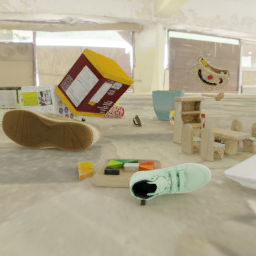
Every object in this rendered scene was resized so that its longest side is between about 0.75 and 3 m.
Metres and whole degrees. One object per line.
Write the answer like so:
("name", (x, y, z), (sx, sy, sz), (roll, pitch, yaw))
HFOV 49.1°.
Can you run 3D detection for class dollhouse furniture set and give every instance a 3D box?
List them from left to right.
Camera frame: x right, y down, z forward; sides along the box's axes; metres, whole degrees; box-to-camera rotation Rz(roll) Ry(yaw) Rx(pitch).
("dollhouse furniture set", (2.295, -0.111, 7.777), (1.981, 1.403, 2.157), (-6, 11, -29))

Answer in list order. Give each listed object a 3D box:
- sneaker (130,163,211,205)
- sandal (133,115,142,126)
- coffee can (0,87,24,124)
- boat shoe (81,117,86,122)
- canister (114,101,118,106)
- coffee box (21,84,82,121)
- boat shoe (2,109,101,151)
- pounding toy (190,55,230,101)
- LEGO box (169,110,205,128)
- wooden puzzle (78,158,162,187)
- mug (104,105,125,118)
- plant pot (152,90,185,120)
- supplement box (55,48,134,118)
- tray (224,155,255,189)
("sneaker", (0.671, 0.893, 4.397), (1.337, 0.492, 0.789), (-9, 3, 8))
("sandal", (0.381, -0.273, 12.195), (0.304, 0.455, 1.115), (-22, 17, 1))
("coffee can", (-5.300, -1.065, 12.872), (1.198, 1.637, 1.198), (0, 9, 0))
("boat shoe", (-2.228, -0.317, 12.696), (0.795, 0.247, 0.296), (-12, 3, 31))
("canister", (-1.197, -1.695, 16.241), (1.342, 1.808, 0.782), (-2, 9, -8))
("coffee box", (-3.211, -0.975, 11.905), (1.712, 1.693, 1.710), (1, 10, 27))
("boat shoe", (-2.232, 0.097, 8.085), (2.919, 1.040, 0.942), (12, 7, 15))
("pounding toy", (2.955, -1.697, 9.817), (0.969, 1.694, 0.972), (-36, 18, 45))
("LEGO box", (2.511, -0.404, 12.068), (1.144, 0.593, 1.537), (-1, 9, -4))
("wooden puzzle", (0.032, 0.828, 5.591), (2.209, 0.258, 1.490), (0, 9, -2))
("mug", (-0.732, -0.905, 14.892), (1.088, 0.726, 0.966), (7, 13, 21))
("plant pot", (1.998, -1.126, 13.841), (1.431, 1.458, 1.427), (3, 9, 17))
("supplement box", (-1.293, -1.652, 11.033), (1.391, 2.095, 2.066), (50, 21, 19))
("tray", (3.009, 0.836, 5.474), (1.340, 0.277, 2.496), (10, 13, 42))
